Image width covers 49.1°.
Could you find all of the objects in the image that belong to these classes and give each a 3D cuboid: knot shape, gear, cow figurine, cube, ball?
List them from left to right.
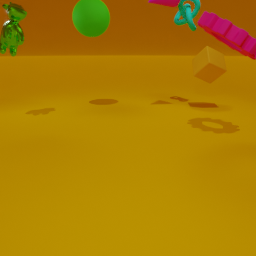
[{"bbox_3d":[-3.696,-3.190,8.946,0.771,1.381,1.404,8,-30,-37],"label":"cow figurine"},{"bbox_3d":[-1.373,-4.131,10.486,1.396,1.396,1.396,0,16,0],"label":"ball"},{"bbox_3d":[2.289,-4.514,11.107,0.627,1.356,1.269,-17,21,-19],"label":"knot shape"},{"bbox_3d":[3.202,-2.488,11.095,0.906,0.906,0.906,18,-33,-24],"label":"cube"},{"bbox_3d":[2.605,-2.349,7.151,1.755,0.325,1.755,29,19,-11],"label":"gear"}]

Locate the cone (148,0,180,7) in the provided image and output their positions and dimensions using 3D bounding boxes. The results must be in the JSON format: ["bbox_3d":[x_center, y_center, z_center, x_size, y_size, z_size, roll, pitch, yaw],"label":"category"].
[{"bbox_3d":[1.096,-4.515,9.663,1.019,1.015,1.015,-32,28,-19],"label":"cone"}]
